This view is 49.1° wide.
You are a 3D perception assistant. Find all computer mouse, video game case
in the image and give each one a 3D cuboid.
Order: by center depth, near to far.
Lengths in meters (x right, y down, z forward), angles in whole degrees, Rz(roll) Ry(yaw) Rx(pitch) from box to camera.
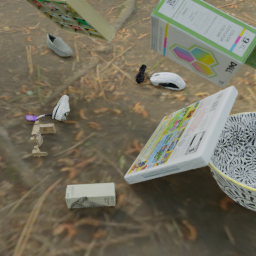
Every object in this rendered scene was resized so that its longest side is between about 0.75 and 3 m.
[{"bbox_3d":[1.298,0.183,6.840,0.299,2.378,2.613,49,49,-14],"label":"video game case"},{"bbox_3d":[1.177,-1.819,10.027,1.835,0.403,1.006,14,44,14],"label":"computer mouse"}]

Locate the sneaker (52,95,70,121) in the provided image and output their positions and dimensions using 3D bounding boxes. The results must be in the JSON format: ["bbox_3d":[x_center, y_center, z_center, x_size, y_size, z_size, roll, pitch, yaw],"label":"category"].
[{"bbox_3d":[-2.027,-0.616,8.826,0.433,0.411,1.075,17,46,-4],"label":"sneaker"}]

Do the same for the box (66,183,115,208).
[{"bbox_3d":[-0.844,1.552,6.423,1.093,0.449,0.374,-3,43,-1],"label":"box"}]

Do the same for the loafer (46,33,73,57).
[{"bbox_3d":[-2.887,-3.449,11.633,1.637,0.571,0.572,34,53,30],"label":"loafer"}]

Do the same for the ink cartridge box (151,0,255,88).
[{"bbox_3d":[1.034,-0.950,3.354,1.559,0.809,0.462,32,84,9],"label":"ink cartridge box"}]

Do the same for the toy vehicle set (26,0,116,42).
[{"bbox_3d":[-1.905,-3.569,8.659,2.985,1.854,0.396,30,89,43],"label":"toy vehicle set"}]

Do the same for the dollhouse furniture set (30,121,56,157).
[{"bbox_3d":[-2.350,0.247,7.748,0.454,0.531,1.025,-3,43,0],"label":"dollhouse furniture set"}]

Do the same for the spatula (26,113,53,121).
[{"bbox_3d":[-2.653,-0.362,8.691,0.950,0.098,0.269,-10,37,-13],"label":"spatula"}]

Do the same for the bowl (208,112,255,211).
[{"bbox_3d":[3.103,0.934,6.200,2.988,1.402,2.988,-5,32,3],"label":"bowl"}]
